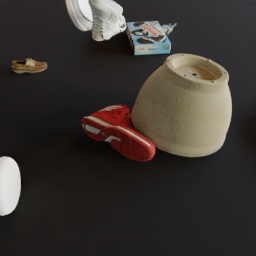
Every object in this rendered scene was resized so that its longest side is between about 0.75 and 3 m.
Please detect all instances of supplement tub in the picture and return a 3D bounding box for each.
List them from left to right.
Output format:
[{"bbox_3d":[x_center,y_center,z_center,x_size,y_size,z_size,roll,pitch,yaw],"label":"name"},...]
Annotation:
[{"bbox_3d":[-3.313,1.248,5.921,1.710,1.235,1.235,-2,40,-2],"label":"supplement tub"}]

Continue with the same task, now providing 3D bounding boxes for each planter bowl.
[{"bbox_3d":[1.581,-0.835,7.582,2.756,1.855,2.756,7,38,-6],"label":"planter bowl"}]

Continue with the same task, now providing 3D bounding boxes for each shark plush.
[{"bbox_3d":[2.082,-5.007,13.932,1.153,0.480,0.524,-22,45,-24],"label":"shark plush"}]

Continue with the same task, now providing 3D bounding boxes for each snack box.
[{"bbox_3d":[0.878,-4.223,12.983,1.581,0.505,2.721,-5,40,-6],"label":"snack box"}]

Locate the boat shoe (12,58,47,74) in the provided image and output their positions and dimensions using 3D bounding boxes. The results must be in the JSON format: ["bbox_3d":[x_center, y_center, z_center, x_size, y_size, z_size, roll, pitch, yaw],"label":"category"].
[{"bbox_3d":[-3.839,-2.436,10.876,1.321,0.488,0.500,-8,41,-10],"label":"boat shoe"}]

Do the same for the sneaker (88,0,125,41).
[{"bbox_3d":[-0.540,-2.374,6.284,0.668,0.852,1.714,32,7,8],"label":"sneaker"}]

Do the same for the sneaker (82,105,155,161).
[{"bbox_3d":[-0.028,-0.070,7.769,2.360,0.925,1.364,27,48,26],"label":"sneaker"}]

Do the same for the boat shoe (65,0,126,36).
[{"bbox_3d":[-0.790,-3.274,7.973,0.985,1.006,2.843,-5,6,18],"label":"boat shoe"}]
